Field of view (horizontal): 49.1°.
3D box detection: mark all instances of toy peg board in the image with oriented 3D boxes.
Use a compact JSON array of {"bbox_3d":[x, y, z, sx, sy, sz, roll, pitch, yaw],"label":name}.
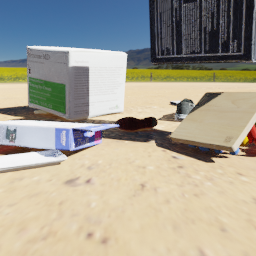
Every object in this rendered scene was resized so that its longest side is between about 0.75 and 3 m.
[{"bbox_3d":[1.981,0.008,5.816,1.514,0.743,1.520,-48,30,-22],"label":"toy peg board"}]

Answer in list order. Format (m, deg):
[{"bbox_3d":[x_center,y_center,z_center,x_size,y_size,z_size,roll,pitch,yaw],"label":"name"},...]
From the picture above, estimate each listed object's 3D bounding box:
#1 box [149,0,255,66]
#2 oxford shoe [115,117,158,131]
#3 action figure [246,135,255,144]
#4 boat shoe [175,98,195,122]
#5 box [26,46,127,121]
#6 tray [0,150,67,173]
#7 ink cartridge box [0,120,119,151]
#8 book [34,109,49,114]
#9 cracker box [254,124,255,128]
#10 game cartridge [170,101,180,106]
[{"bbox_3d":[1.926,-2.787,6.220,1.626,2.638,2.617,-16,20,-39],"label":"box"},{"bbox_3d":[0.227,-0.077,7.840,1.171,0.412,0.438,1,-12,-3],"label":"oxford shoe"},{"bbox_3d":[3.455,-0.003,5.051,2.714,1.343,0.886,6,12,39],"label":"action figure"},{"bbox_3d":[2.131,-0.716,10.030,0.799,0.659,2.329,3,12,16],"label":"boat shoe"},{"bbox_3d":[-1.942,-1.808,10.637,2.735,2.355,2.749,17,19,39],"label":"box"},{"bbox_3d":[-1.758,0.585,4.876,1.272,0.141,0.683,-6,13,-27],"label":"tray"},{"bbox_3d":[-1.607,0.121,5.905,2.527,0.530,1.508,1,3,16],"label":"ink cartridge box"},{"bbox_3d":[-3.300,-0.704,11.284,0.566,0.204,0.847,0,12,16],"label":"book"},{"bbox_3d":[3.918,-0.180,8.267,1.055,0.304,0.707,1,11,6],"label":"cracker box"},{"bbox_3d":[2.522,-1.224,13.868,0.616,0.192,0.926,-7,13,-14],"label":"game cartridge"}]
